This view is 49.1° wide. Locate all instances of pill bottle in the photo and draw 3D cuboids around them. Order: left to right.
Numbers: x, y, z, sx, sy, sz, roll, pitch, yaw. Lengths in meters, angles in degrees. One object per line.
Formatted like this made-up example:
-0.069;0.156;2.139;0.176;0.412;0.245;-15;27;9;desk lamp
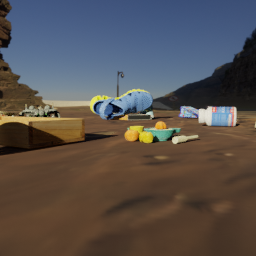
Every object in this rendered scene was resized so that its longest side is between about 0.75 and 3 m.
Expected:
2.695;-0.347;8.470;1.056;0.592;0.592;1;4;16;pill bottle

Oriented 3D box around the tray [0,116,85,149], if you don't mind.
-1.991;0.026;4.833;2.294;0.425;1.131;4;5;33;tray

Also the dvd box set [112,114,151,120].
0.126;-0.546;13.488;1.278;0.257;1.747;-2;5;-28;dvd box set

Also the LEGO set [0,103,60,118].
-3.477;-0.565;10.291;1.775;0.775;2.733;1;4;9;LEGO set

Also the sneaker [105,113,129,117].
-0.984;-1.059;16.293;1.447;0.888;2.224;-5;6;-39;sneaker

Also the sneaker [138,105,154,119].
0.867;-0.894;14.140;0.526;0.864;1.323;-4;5;-31;sneaker

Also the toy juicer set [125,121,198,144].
0.528;0.062;4.784;1.235;0.336;0.786;2;5;21;toy juicer set

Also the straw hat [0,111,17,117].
-4.409;-0.362;10.000;0.993;0.420;0.993;6;0;0;straw hat

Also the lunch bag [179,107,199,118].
3.531;-0.727;14.885;1.284;0.604;0.967;20;16;41;lunch bag

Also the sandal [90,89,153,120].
-0.246;-0.972;12.821;2.924;1.162;1.273;-13;27;-3;sandal
